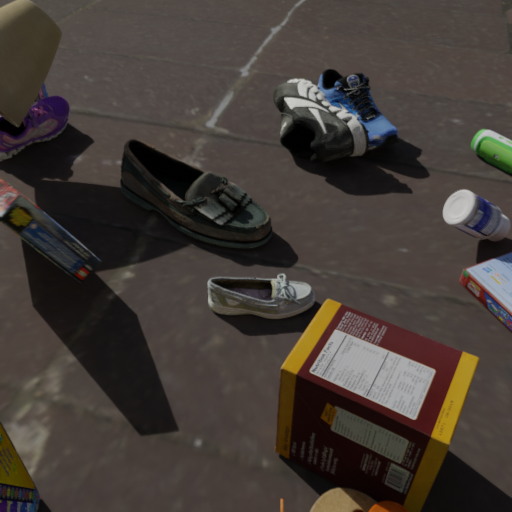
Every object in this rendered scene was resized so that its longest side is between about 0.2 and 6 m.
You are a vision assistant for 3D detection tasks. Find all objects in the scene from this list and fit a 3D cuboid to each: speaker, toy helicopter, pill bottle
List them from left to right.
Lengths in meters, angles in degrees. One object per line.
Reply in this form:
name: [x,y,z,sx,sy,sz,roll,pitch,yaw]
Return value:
toy helicopter: [0.633,3.005,4.995,1.239,0.739,1.873,14,51,12]
pill bottle: [3.483,-0.593,8.784,0.987,0.591,0.591,21,34,-28]
speaker: [4.680,-1.939,10.570,0.529,0.529,1.197,-26,48,-26]

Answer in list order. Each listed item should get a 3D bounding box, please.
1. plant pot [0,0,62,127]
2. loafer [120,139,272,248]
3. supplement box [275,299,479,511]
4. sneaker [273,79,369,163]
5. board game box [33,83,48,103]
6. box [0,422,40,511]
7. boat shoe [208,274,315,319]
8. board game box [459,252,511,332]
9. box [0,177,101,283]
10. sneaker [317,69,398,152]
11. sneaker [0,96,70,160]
plant pot: [-4.298,-3.501,9.736,1.693,1.693,1.808,33,82,31]
loafer: [-1.099,-1.057,9.246,3.035,0.955,1.091,24,45,23]
supplement box: [1.173,1.599,5.831,1.625,1.603,1.079,21,46,22]
sneaker: [0.886,-2.662,11.041,1.299,0.954,2.871,-24,45,-17]
board game box: [-5.042,-3.231,11.497,0.719,1.184,1.485,13,43,14]
box: [-3.530,2.880,4.354,2.762,1.685,2.660,-2,42,-4]
boat shoe: [0.074,0.525,7.864,1.513,0.485,0.558,2,42,2]
board game box: [4.481,1.054,7.402,1.706,0.322,3.313,-18,45,-17]
box: [-3.406,-0.612,8.071,2.318,1.587,0.462,30,75,41]
sneaker: [1.926,-2.988,11.272,1.006,1.141,2.560,-20,46,-21]
sneaker: [-4.411,-2.629,10.925,0.771,0.848,1.918,48,57,-2]
